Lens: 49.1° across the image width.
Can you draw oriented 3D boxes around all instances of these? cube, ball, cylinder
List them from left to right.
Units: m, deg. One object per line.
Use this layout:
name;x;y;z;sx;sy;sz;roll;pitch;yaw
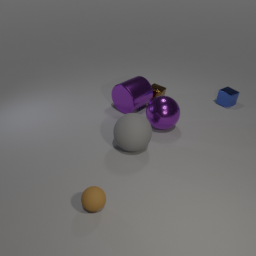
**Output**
ball;-0.964;1.986;7.864;0.700;0.700;0.700;0;32;0
cylinder;0.197;-1.544;12.944;1.400;1.400;1.400;26;41;35
ball;0.170;0.153;10.150;1.400;1.400;1.400;0;32;0
cube;1.365;-1.664;13.681;0.700;0.700;0.700;25;36;18
ball;1.427;-0.623;11.441;1.400;1.400;1.400;0;32;0
cube;4.773;-1.475;13.443;0.700;0.700;0.700;-22;44;-31
